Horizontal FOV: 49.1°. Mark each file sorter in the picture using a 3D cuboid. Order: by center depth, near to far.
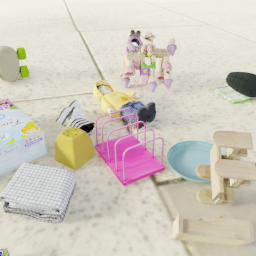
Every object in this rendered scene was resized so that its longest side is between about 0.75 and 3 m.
[{"bbox_3d":[-0.003,0.433,8.349,1.387,1.252,1.996,-17,37,-24],"label":"file sorter"}]

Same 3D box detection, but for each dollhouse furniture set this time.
[{"bbox_3d":[1.831,1.386,6.364,1.464,1.932,2.204,4,60,4],"label":"dollhouse furniture set"}]

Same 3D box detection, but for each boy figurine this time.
[{"bbox_3d":[-0.242,-1.042,10.910,1.836,0.951,2.952,-28,45,-31],"label":"boy figurine"}]

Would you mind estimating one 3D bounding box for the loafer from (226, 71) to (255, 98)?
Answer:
[{"bbox_3d":[5.528,-1.755,12.030,2.690,0.979,0.972,22,16,10],"label":"loafer"}]

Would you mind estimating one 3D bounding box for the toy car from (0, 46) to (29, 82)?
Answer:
[{"bbox_3d":[-6.080,-3.226,13.794,1.754,1.685,2.135,-14,24,-29],"label":"toy car"}]

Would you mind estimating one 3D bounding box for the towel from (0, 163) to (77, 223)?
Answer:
[{"bbox_3d":[-2.193,1.638,7.030,1.575,0.674,1.304,9,35,3],"label":"towel"}]

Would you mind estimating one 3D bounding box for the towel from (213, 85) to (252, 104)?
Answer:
[{"bbox_3d":[4.549,-1.501,12.241,1.043,0.215,1.399,-14,36,-19],"label":"towel"}]

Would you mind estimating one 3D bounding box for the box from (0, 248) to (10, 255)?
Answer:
[{"bbox_3d":[-2.540,2.882,5.445,0.316,0.344,0.983,-7,34,-10],"label":"box"}]

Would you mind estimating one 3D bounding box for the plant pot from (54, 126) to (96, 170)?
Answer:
[{"bbox_3d":[-1.639,0.515,8.495,0.931,0.959,0.938,20,38,28],"label":"plant pot"}]

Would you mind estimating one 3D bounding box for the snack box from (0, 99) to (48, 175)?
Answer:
[{"bbox_3d":[-4.330,0.286,8.812,2.465,0.989,2.923,-26,41,-33],"label":"snack box"}]

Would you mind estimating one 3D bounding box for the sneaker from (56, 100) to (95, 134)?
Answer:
[{"bbox_3d":[-1.765,-0.289,10.139,1.192,0.782,2.072,34,16,-6],"label":"sneaker"}]

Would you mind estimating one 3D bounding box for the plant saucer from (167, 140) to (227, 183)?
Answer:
[{"bbox_3d":[2.099,1.014,8.378,1.884,0.258,1.884,0,33,0],"label":"plant saucer"}]

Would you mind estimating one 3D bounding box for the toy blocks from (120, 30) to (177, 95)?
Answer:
[{"bbox_3d":[0.915,-2.563,12.258,2.359,2.524,2.125,2,75,-11],"label":"toy blocks"}]
